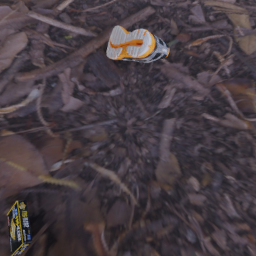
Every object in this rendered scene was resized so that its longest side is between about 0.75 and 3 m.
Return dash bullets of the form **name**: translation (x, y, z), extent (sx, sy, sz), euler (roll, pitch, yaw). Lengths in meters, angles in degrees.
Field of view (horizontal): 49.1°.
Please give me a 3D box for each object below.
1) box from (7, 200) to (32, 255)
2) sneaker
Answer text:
- **box**: translation (-2.190, 1.999, 5.617), extent (0.215, 0.695, 0.870), euler (9, 48, -40)
- **sneaker**: translation (0.177, -2.294, 7.994), extent (0.948, 0.961, 2.456), euler (7, 16, -34)
